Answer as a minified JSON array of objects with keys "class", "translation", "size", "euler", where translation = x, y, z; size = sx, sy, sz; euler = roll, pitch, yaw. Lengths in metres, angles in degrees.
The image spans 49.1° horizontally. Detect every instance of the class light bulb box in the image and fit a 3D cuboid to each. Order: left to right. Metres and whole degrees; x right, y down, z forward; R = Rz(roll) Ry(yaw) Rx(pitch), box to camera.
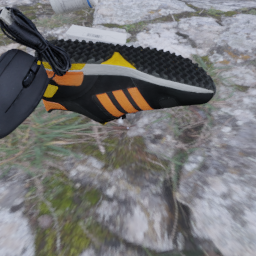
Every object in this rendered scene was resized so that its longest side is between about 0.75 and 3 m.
[{"class":"light bulb box","translation":[-0.693,-1.395,5.884],"size":[1.182,1.193,0.744],"euler":[9,33,-2]}]

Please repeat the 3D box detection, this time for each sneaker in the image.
[{"class":"sneaker","translation":[-0.061,-0.587,4.506],"size":[2.757,1.241,0.964],"euler":[8,39,-4]}]

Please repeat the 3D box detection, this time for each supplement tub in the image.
[{"class":"supplement tub","translation":[-1.681,-4.099,8.717],"size":[1.329,0.877,0.877],"euler":[-7,43,11]}]

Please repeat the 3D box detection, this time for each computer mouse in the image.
[{"class":"computer mouse","translation":[-1.355,-0.449,3.207],"size":[0.415,1.090,1.573],"euler":[32,84,41]}]
